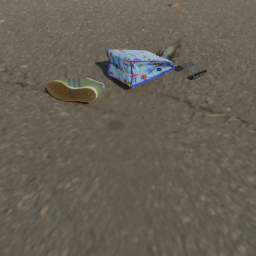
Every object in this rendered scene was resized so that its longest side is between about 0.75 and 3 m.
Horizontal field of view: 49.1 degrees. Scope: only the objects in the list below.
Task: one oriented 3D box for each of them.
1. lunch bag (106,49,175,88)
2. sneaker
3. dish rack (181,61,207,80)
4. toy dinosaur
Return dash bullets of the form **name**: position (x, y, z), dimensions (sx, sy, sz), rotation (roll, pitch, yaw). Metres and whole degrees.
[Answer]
- **lunch bag**: position (0.565, -2.550, 10.893), dimensions (2.268, 1.067, 1.707), rotation (-20, 37, -28)
- **sneaker**: position (-1.792, -1.418, 9.997), dimensions (2.106, 0.706, 0.946), rotation (12, 32, 24)
- **dish rack**: position (2.633, -2.392, 11.334), dimensions (0.714, 0.254, 0.930), rotation (-25, 65, -25)
- **toy dinosaur**: position (1.750, -3.130, 11.794), dimensions (1.980, 0.762, 1.012), rotation (-24, -2, 44)
